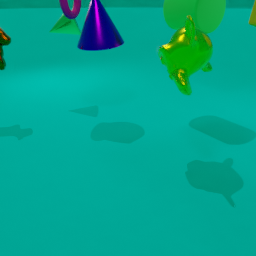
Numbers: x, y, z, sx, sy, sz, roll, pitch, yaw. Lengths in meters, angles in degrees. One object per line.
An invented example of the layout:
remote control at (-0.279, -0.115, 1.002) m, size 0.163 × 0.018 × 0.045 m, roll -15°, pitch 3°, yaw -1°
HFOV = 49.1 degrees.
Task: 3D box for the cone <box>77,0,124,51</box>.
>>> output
cone at (-0.879, -3.169, 8.160) m, size 1.448 × 1.454 × 1.448 m, roll -4°, pitch 30°, yaw 2°

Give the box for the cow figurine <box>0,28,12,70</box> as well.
cow figurine at (-4.132, -2.373, 8.431) m, size 1.328 × 1.307 × 0.729 m, roll -18°, pitch 28°, yaw -12°

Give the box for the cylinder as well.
cylinder at (2.039, -3.703, 8.674) m, size 1.374 × 1.374 × 1.374 m, roll -18°, pitch 31°, yaw -32°

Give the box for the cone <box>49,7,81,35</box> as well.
cone at (-2.342, -3.613, 9.982) m, size 1.027 × 1.023 × 1.023 m, roll -23°, pitch 27°, yaw 1°

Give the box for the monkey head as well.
monkey head at (1.410, -1.525, 6.310) m, size 1.178 × 1.955 × 1.406 m, roll -28°, pitch 61°, yaw 17°

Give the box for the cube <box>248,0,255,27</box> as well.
cube at (4.058, -3.089, 7.032) m, size 1.248 × 1.248 × 1.248 m, roll -5°, pitch 23°, yaw -41°

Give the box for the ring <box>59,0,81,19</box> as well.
ring at (-1.742, -3.945, 8.511) m, size 0.242 × 1.208 × 1.208 m, roll 7°, pitch 27°, yaw 14°
